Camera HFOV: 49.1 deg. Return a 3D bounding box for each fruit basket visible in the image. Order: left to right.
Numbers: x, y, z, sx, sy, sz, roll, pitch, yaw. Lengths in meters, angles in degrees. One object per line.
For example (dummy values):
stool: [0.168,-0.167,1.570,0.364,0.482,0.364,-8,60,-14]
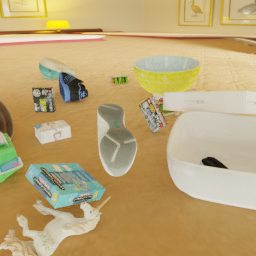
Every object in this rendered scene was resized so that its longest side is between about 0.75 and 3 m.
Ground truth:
fruit basket: [-3.386,0.743,6.168,1.787,0.838,1.655,-16,28,-27]

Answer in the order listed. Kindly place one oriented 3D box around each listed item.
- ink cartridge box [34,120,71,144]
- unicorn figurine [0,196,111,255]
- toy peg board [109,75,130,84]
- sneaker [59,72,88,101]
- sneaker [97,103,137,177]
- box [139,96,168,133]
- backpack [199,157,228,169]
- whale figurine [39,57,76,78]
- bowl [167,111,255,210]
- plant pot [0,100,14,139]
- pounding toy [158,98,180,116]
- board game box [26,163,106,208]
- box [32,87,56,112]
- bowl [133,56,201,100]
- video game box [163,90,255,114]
ink cartridge box: [-2.207,0.096,8.236,0.895,0.379,0.647,-13,26,-30]
unicorn figurine: [-1.174,1.584,4.580,1.086,0.584,1.581,26,46,15]
toy peg board: [-0.448,-2.479,14.404,0.881,0.431,0.877,-7,9,-20]
sneaker: [-2.431,-1.806,12.188,1.009,0.908,2.589,-5,30,-19]
sneaker: [-0.262,0.307,5.583,0.695,0.792,1.976,1,35,-9]
box: [0.748,-0.398,8.401,0.192,0.964,0.660,-24,-6,-33]
backpack: [1.777,0.936,5.778,0.629,0.593,0.771,-13,53,-23]
whale figurine: [-3.899,-3.121,15.363,1.986,1.030,1.580,15,21,-30]
bowl: [2.372,0.664,5.992,2.946,1.100,2.942,6,24,15]
plant pot: [-4.052,-0.085,7.756,1.163,1.333,1.333,-15,22,8]
pounding toy: [1.424,-0.814,10.255,0.791,0.475,1.024,-4,23,-10]
board game box: [-1.111,1.004,5.127,0.892,0.277,1.182,35,13,30]
box: [-3.067,-1.033,10.212,0.736,0.919,0.203,3,23,4]
bowl: [1.596,-1.997,11.658,2.728,1.468,2.728,-3,27,1]
video game box: [2.945,-0.763,8.534,2.565,0.659,2.816,1,4,-38]
